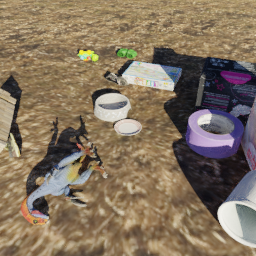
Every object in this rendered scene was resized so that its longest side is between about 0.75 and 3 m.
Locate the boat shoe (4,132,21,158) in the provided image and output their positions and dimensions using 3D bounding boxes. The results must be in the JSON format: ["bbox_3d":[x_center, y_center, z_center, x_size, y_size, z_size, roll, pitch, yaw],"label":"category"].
[{"bbox_3d":[-3.616,0.515,8.573,0.357,0.388,1.086,-18,44,-30],"label":"boat shoe"}]

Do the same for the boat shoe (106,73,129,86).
[{"bbox_3d":[-0.484,-2.030,12.061,0.355,0.416,1.244,-38,45,-23],"label":"boat shoe"}]

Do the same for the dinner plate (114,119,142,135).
[{"bbox_3d":[-0.001,-0.002,9.508,0.920,0.112,0.920,1,37,-1],"label":"dinner plate"}]

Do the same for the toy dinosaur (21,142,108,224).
[{"bbox_3d":[-1.686,1.453,7.238,2.252,1.303,2.481,-29,10,-20],"label":"toy dinosaur"}]

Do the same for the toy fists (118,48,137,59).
[{"bbox_3d":[-0.029,-3.921,14.638,1.017,0.350,0.518,16,39,22],"label":"toy fists"}]

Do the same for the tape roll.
[{"bbox_3d":[2.697,0.146,8.805,1.668,0.709,1.668,0,37,0],"label":"tape roll"}]

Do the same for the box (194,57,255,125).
[{"bbox_3d":[4.009,-1.274,9.933,2.899,1.663,1.916,13,37,15],"label":"box"}]

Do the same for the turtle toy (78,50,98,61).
[{"bbox_3d":[-2.010,-3.630,14.081,1.020,0.516,0.744,0,12,-4],"label":"turtle toy"}]

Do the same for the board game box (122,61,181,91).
[{"bbox_3d":[1.083,-2.357,12.468,2.283,0.391,1.535,13,39,17],"label":"board game box"}]

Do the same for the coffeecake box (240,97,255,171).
[{"bbox_3d":[3.995,-0.025,7.157,1.064,2.913,2.236,3,36,3],"label":"coffeecake box"}]

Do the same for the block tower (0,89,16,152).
[{"bbox_3d":[-4.241,-0.169,8.872,0.806,0.863,2.984,31,24,-31],"label":"block tower"}]

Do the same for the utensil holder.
[{"bbox_3d":[2.860,1.727,6.282,1.170,1.170,1.377,26,42,31],"label":"utensil holder"}]

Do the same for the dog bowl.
[{"bbox_3d":[-0.570,-0.810,10.356,1.414,0.415,1.414,1,37,-1],"label":"dog bowl"}]
